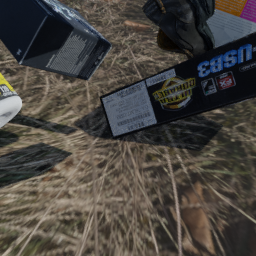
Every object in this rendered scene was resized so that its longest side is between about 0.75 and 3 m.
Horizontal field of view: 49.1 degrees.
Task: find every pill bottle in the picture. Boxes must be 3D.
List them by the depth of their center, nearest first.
[{"bbox_3d":[-1.838,-0.580,2.861,0.798,0.798,1.425,-41,97,-34],"label":"pill bottle"}]

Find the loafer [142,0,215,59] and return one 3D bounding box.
[{"bbox_3d":[0.817,-1.555,4.395,0.843,2.331,0.848,-29,71,11],"label":"loafer"}]

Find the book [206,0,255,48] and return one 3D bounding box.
[{"bbox_3d":[2.181,-2.500,5.354,1.351,2.023,0.486,24,21,7],"label":"book"}]

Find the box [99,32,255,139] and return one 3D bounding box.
[{"bbox_3d":[1.434,-0.665,3.873,2.665,0.667,2.685,-15,2,34],"label":"box"}]

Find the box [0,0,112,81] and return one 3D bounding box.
[{"bbox_3d":[-1.667,-2.080,6.200,1.552,1.119,2.091,48,23,22],"label":"box"}]
